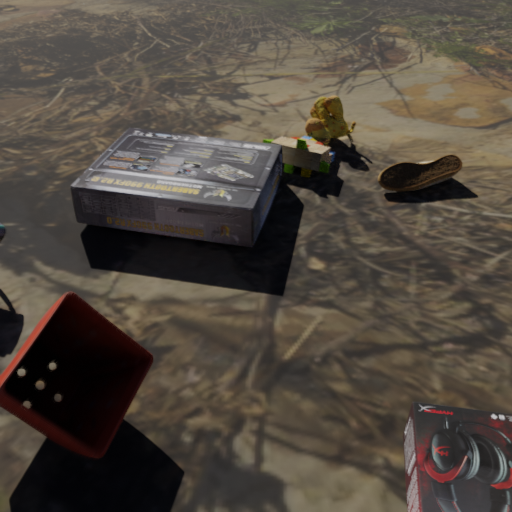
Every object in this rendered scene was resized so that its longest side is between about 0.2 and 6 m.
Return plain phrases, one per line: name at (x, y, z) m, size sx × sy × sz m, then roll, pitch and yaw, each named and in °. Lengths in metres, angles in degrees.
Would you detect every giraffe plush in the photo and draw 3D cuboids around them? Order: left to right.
giraffe plush at (1.826, -3.476, 15.402) m, size 1.241 × 1.321 × 1.531 m, roll -36°, pitch 85°, yaw -24°

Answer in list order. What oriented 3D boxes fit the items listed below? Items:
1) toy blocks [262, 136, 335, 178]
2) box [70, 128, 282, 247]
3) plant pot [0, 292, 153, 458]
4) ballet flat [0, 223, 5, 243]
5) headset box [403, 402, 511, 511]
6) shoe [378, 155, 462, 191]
toy blocks at (1.242, -2.738, 14.626) m, size 1.846 × 0.923 × 1.262 m, roll 18°, pitch 30°, yaw 20°
box at (-1.647, -1.714, 12.975) m, size 4.065 × 0.983 × 3.220 m, roll 8°, pitch 37°, yaw 9°
plant pot at (-2.744, 1.742, 7.889) m, size 1.435 × 1.629 × 1.627 m, roll -23°, pitch 32°, yaw 43°
ballet flat at (-5.776, -0.166, 10.928) m, size 2.407 × 0.866 × 0.866 m, roll -18°, pitch 31°, yaw 26°
headset box at (2.792, 3.080, 6.966) m, size 1.703 × 0.859 × 2.291 m, roll 6°, pitch 38°, yaw 8°
shoe at (4.000, -1.947, 13.792) m, size 2.181 × 0.582 × 0.763 m, roll -13°, pitch 72°, yaw -9°
